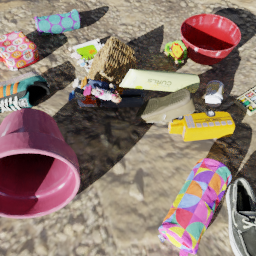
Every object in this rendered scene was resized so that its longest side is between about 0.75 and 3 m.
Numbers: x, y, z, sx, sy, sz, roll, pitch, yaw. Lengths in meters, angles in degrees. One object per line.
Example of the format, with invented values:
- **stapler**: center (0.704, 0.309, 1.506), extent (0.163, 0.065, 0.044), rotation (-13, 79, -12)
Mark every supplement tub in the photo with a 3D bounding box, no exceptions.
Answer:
- **supplement tub**: center (3.295, -1.299, 10.681), extent (0.647, 0.647, 0.890), rotation (13, 56, 9)

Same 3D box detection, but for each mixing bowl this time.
- **mixing bowl**: center (3.330, -3.540, 11.836), extent (2.431, 1.317, 2.431), rotation (0, 55, 0)

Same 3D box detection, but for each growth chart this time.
- **growth chart**: center (-1.326, -2.978, 12.048), extent (1.729, 0.212, 2.389), rotation (-32, 66, -23)

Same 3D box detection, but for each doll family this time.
- **doll family**: center (-0.959, -1.335, 9.514), extent (1.432, 2.307, 1.039), rotation (12, 84, -31)

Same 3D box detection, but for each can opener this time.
- **can opener**: center (-0.717, -1.199, 10.403), extent (2.605, 0.871, 0.695), rotation (0, 62, 13)

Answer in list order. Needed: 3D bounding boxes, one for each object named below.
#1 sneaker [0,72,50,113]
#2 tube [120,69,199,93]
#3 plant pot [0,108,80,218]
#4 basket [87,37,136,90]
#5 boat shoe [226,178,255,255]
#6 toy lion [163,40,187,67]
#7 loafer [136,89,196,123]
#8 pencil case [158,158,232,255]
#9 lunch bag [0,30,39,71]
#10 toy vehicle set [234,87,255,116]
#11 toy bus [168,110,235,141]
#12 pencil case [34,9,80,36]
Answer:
- **sneaker**: center (-4.214, -1.108, 10.322), extent (2.833, 1.011, 1.132), rotation (-34, 57, -23)
- **tube**: center (1.069, -1.507, 9.070), extent (2.572, 0.746, 0.668), rotation (1, 26, -23)
- **plant pot**: center (-2.892, 0.822, 8.176), extent (2.750, 2.750, 2.461), rotation (-12, 40, -8)
- **basket**: center (-0.634, -2.289, 11.260), extent (1.444, 1.507, 2.023), rotation (26, 58, -26)
- **boat shoe**: center (3.292, 2.608, 7.862), extent (0.867, 0.780, 2.451), rotation (-1, 55, -1)
- **toy lion**: center (2.000, -3.225, 11.758), extent (0.392, 1.093, 1.140), rotation (-32, 60, -20)
- **loafer**: center (1.225, -0.555, 9.420), extent (0.815, 2.417, 0.919), rotation (44, 57, -24)
- **pencil case**: center (1.945, 2.173, 7.991), extent (1.227, 1.227, 2.777), rotation (29, 62, 19)
- **lunch bag**: center (-4.910, -3.311, 12.011), extent (1.647, 0.766, 1.870), rotation (-33, 61, -21)
- **toy vehicle set**: center (4.879, -1.071, 10.810), extent (1.340, 0.178, 0.833), rotation (-30, 60, -19)
- **toy bus**: center (2.500, -0.054, 9.733), extent (2.107, 0.686, 0.825), rotation (-6, 49, -4)
- **pencil case**: center (-3.267, -4.934, 13.086), extent (2.030, 0.864, 0.938), rotation (-14, 76, -11)
